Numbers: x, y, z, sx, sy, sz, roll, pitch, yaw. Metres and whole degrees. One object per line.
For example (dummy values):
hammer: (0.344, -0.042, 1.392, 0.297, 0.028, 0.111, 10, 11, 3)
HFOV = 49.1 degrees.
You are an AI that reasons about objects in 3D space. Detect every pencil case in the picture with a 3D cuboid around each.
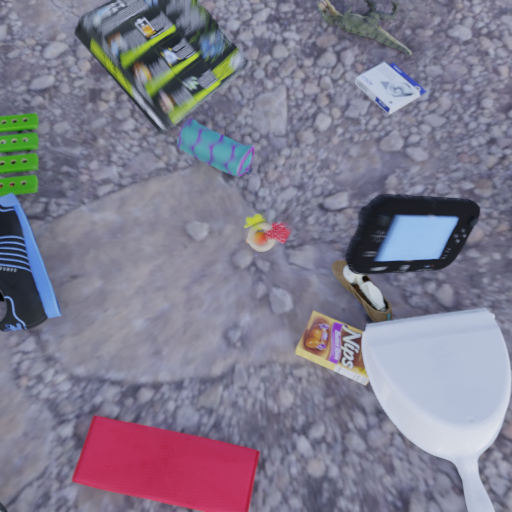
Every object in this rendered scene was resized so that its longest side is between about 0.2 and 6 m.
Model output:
pencil case: (-0.792, -2.152, 11.138, 1.562, 0.665, 0.722, 27, 56, 16)

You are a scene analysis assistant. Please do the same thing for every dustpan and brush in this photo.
dustpan and brush: (3.033, 2.551, 8.437, 2.317, 0.950, 3.319, -7, 54, -7)

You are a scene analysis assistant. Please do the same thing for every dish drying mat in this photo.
dish drying mat: (-1.324, 3.139, 8.364, 2.640, 0.240, 1.014, 9, 60, 6)

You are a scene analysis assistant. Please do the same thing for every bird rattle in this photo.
bird rattle: (0.158, -0.394, 10.238, 0.816, 0.459, 0.665, 30, 108, 11)

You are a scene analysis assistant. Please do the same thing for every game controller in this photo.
game controller: (2.301, -0.294, 8.126, 2.341, 1.221, 0.493, -1, 25, -33)

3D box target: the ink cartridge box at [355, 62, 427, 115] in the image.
ink cartridge box: (2.987, -3.763, 12.311, 1.165, 0.237, 1.163, -32, 65, -17)

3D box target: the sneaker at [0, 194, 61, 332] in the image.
sneaker: (-4.277, 0.073, 9.709, 1.032, 0.929, 2.649, -20, 63, -20)

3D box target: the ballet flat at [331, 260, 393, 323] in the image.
ballet flat: (1.851, 0.533, 9.675, 0.501, 0.534, 1.477, -27, 63, -14)

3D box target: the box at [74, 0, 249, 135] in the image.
box: (-1.733, -4.010, 10.849, 2.436, 0.599, 2.523, 49, 59, -12)

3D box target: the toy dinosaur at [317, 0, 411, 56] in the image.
toy dinosaur: (2.715, -5.535, 13.145, 2.546, 0.604, 1.122, 31, 79, 16)

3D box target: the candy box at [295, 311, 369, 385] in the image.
candy box: (1.370, 1.503, 9.225, 1.268, 0.358, 0.740, 23, 62, 10)

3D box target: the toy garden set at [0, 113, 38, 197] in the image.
toy garden set: (-5.179, -1.915, 11.190, 1.640, 0.393, 1.967, -8, 61, -6)

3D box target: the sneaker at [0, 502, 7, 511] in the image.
sneaker: (-3.749, 4.340, 7.239, 1.160, 1.004, 2.568, -17, 62, -7)
